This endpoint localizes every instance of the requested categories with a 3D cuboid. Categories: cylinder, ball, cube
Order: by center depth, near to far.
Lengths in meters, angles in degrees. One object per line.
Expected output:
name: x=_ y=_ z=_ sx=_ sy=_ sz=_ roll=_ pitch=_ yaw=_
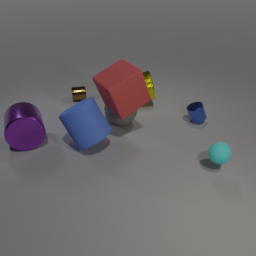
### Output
ball: x=2.886 y=0.793 z=8.814 sx=0.700 sy=0.700 sz=0.700 roll=0 pitch=29 yaw=0
cylinder: x=-1.522 y=-0.178 z=10.031 sx=1.400 sy=1.400 sz=1.400 roll=-27 pitch=15 yaw=8
cube: x=-0.226 y=-1.457 z=10.372 sx=1.400 sy=1.400 sz=1.400 roll=-35 pitch=42 yaw=-12
cylinder: x=-3.888 y=-0.080 z=10.508 sx=1.400 sy=1.400 sz=1.400 roll=-11 pitch=31 yaw=-18
ball: x=-0.303 y=-0.794 z=11.847 sx=1.400 sy=1.400 sz=1.400 roll=0 pitch=29 yaw=0
cylinder: x=2.972 y=-0.665 z=12.110 sx=0.700 sy=0.700 sz=0.700 roll=-20 pitch=30 yaw=12
cylinder: x=0.503 y=-1.917 z=13.557 sx=1.400 sy=1.400 sz=1.400 roll=-14 pitch=29 yaw=4
cylinder: x=-2.503 y=-1.761 z=14.298 sx=0.700 sy=0.700 sz=0.700 roll=-7 pitch=29 yaw=-11
